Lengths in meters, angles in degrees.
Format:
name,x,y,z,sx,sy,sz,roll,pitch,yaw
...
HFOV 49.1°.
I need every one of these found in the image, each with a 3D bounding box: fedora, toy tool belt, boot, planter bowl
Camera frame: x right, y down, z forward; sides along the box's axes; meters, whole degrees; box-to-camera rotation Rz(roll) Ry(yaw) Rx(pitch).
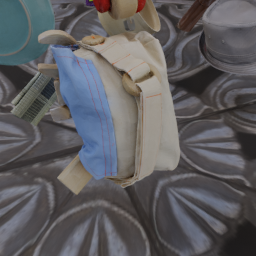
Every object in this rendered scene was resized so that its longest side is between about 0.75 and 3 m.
name,x,y,z,sx,sy,sz,roll,pitch,yaw
fedora,2.689,-2.434,6.651,2.113,1.079,2.389,-42,47,2
toy tool belt,-0.397,-0.503,3.484,1.647,2.681,1.674,-18,22,-11
boot,2.109,-3.619,8.402,0.668,2.079,1.938,50,39,2
planter bowl,-0.064,-3.096,7.566,1.165,1.731,1.731,-25,31,30

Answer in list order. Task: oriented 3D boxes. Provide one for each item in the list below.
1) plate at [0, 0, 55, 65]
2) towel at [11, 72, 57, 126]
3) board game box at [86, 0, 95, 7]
name,x,y,z,sx,sy,sz,roll,pitch,yaw
plate,-1.980,-1.617,3.987,1.826,1.826,0.233,2,47,2
towel,-1.714,-0.550,5.299,0.171,0.955,0.991,33,83,13
board game box,-0.109,-5.060,9.088,2.978,1.788,0.481,5,20,26
